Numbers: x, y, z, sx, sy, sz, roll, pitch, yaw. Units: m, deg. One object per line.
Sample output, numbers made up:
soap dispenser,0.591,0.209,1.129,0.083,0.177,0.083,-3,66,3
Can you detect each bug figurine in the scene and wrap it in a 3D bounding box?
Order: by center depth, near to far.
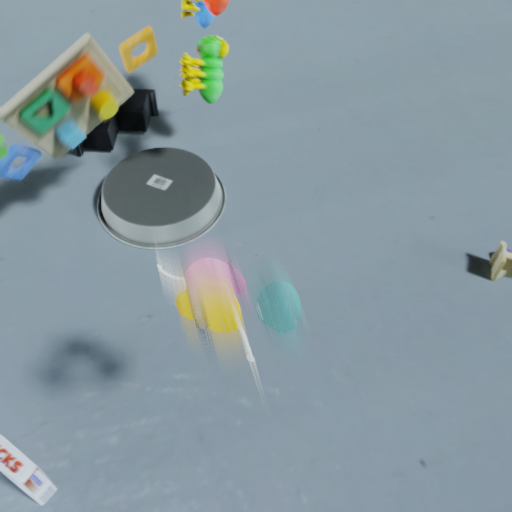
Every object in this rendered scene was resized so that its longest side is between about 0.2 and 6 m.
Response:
bug figurine,-0.972,-4.581,11.074,0.986,2.972,3.832,1,18,-10

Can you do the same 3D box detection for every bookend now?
bookend,-3.350,-3.209,13.489,1.707,0.786,1.696,2,53,0

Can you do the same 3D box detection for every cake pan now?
cake pan,-2.082,-1.383,12.222,2.831,0.519,2.831,0,51,0

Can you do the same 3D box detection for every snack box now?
snack box,-4.348,2.700,8.652,2.959,1.064,0.360,29,57,21

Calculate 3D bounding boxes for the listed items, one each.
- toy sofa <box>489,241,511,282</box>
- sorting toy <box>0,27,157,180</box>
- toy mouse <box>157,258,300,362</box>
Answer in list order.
toy sofa,5.466,0.177,10.897,1.613,0.668,0.787,13,54,10
sorting toy,-3.124,-2.588,9.725,3.762,2.118,0.513,-42,78,0
toy mouse,-0.138,0.358,5.952,1.892,0.366,1.682,26,21,36
